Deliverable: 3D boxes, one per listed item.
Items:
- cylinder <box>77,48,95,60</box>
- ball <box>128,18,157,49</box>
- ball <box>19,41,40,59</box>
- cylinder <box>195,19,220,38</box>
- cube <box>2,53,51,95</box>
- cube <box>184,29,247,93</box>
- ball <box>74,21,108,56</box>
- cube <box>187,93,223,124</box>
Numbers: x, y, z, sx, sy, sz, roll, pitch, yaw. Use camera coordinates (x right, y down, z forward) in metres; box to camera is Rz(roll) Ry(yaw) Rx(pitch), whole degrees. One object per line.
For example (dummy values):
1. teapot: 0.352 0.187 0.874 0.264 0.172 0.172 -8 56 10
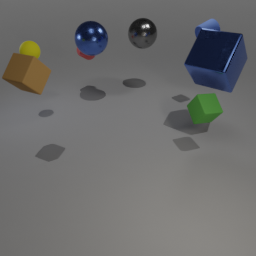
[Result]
1. cylinder: -1.949 -3.621 13.168 0.700 0.700 0.700 10 3 17
2. ball: 0.695 -4.494 13.338 1.400 1.400 1.400 0 30 0
3. ball: -3.431 -2.690 9.805 0.700 0.700 0.700 0 30 0
4. cylinder: 3.086 -3.765 10.884 0.700 0.700 0.700 -30 37 -10
5. cube: -2.448 -1.311 6.816 0.700 0.700 0.700 15 -11 24
6. cube: 2.937 -2.220 9.288 1.400 1.400 1.400 22 -8 34
7. ball: -1.530 -3.741 11.721 1.400 1.400 1.400 0 30 0
8. cube: 2.406 -0.607 8.818 0.700 0.700 0.700 -6 66 -22
